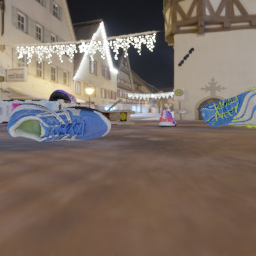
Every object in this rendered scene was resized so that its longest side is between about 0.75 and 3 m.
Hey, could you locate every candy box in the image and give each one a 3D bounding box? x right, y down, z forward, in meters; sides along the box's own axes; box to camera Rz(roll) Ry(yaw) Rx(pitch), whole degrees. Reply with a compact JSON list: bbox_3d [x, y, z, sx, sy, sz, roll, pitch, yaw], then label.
[{"bbox_3d":[-3.268,-0.533,10.087,2.835,0.865,1.933,0,1,15],"label":"candy box"}]

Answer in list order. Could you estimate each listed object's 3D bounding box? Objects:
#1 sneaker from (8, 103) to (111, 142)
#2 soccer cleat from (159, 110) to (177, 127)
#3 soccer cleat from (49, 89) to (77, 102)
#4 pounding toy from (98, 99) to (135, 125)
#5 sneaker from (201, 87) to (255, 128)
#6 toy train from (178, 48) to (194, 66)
[{"bbox_3d":[-0.751,0.000,3.078,1.120,0.424,0.432,1,26,-3],"label":"sneaker"},{"bbox_3d":[1.255,-0.298,8.752,0.473,0.507,1.386,1,2,17],"label":"soccer cleat"},{"bbox_3d":[-2.650,-1.106,11.928,0.980,1.052,2.874,10,-18,3],"label":"soccer cleat"},{"bbox_3d":[-0.574,-0.649,10.718,1.867,1.071,1.068,2,-2,42],"label":"pounding toy"},{"bbox_3d":[2.772,-0.367,7.473,1.435,1.035,2.732,-16,-3,9],"label":"sneaker"},{"bbox_3d":[2.258,-2.770,10.959,0.154,0.900,0.206,32,24,-18],"label":"toy train"}]
